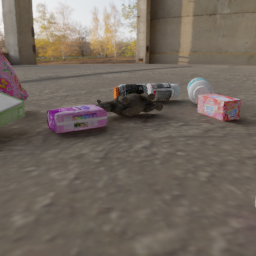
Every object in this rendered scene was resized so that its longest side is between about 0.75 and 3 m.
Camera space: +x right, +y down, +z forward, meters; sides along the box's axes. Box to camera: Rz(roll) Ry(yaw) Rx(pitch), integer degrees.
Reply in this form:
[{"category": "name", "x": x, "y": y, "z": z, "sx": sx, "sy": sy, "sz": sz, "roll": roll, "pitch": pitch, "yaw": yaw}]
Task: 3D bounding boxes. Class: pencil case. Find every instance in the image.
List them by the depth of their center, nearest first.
[{"category": "pencil case", "x": -5.186, "y": -2.136, "z": 11.380, "sx": 1.254, "sy": 2.868, "sz": 1.254, "roll": -20, "pitch": 25, "yaw": 10}]

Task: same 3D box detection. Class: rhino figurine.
[{"category": "rhino figurine", "x": -0.161, "y": -0.878, "z": 10.963, "sx": 2.842, "sy": 0.850, "sz": 1.243, "roll": -7, "pitch": 9, "yaw": -17}]

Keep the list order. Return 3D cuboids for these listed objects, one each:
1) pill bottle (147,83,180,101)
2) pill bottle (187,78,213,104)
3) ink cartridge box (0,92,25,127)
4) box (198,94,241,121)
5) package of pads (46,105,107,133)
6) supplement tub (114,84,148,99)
[{"category": "pill bottle", "x": 1.743, "y": -1.831, "z": 14.222, "sx": 1.569, "sy": 0.893, "sz": 0.893, "roll": -4, "pitch": 17, "yaw": -18}, {"category": "pill bottle", "x": 3.494, "y": -1.774, "z": 13.553, "sx": 1.145, "sy": 1.145, "sz": 2.067, "roll": 2, "pitch": 16, "yaw": 8}, {"category": "ink cartridge box", "x": -4.803, "y": -0.512, "z": 8.500, "sx": 1.941, "sy": 0.639, "sz": 2.667, "roll": 20, "pitch": 28, "yaw": 16}, {"category": "box", "x": 3.528, "y": -0.844, "z": 10.977, "sx": 0.824, "sy": 0.760, "sz": 1.605, "roll": -7, "pitch": 17, "yaw": -21}, {"category": "package of pads", "x": -1.716, "y": -0.337, "z": 9.374, "sx": 1.804, "sy": 0.682, "sz": 1.087, "roll": -10, "pitch": 16, "yaw": -31}, {"category": "supplement tub", "x": 0.124, "y": -1.628, "z": 13.425, "sx": 1.542, "sy": 0.945, "sz": 0.945, "roll": -3, "pitch": 16, "yaw": -11}]
